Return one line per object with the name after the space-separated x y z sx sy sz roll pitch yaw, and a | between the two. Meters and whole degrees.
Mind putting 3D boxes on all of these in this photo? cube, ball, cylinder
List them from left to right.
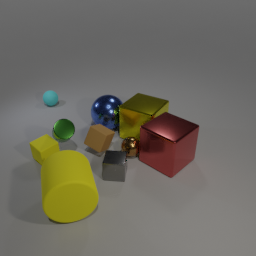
-2.808 0.760 9.521 0.700 0.700 0.700 30 45 33 | cube
-3.616 -1.397 13.084 0.700 0.700 0.700 0 32 0 | ball
-2.194 0.097 9.484 0.700 0.700 0.700 -14 -7 -22 | cylinder
-1.609 1.544 7.568 1.400 1.400 1.400 -9 32 -14 | cylinder
-1.001 0.348 9.854 0.700 0.700 0.700 28 17 16 | cube
-0.789 -0.634 11.208 1.400 1.400 1.400 0 32 0 | ball
-0.406 1.199 8.896 0.700 0.700 0.700 3 32 5 | cube
0.107 0.639 9.695 0.700 0.700 0.700 0 32 0 | ball
0.613 -0.335 10.707 1.400 1.400 1.400 18 36 27 | cube
1.343 0.509 9.338 1.400 1.400 1.400 26 40 35 | cube
